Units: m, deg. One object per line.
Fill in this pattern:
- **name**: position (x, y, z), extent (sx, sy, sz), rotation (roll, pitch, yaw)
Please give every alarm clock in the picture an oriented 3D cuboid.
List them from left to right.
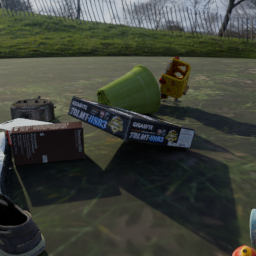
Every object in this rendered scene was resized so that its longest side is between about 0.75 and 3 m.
- **alarm clock**: position (-4.081, -0.669, 11.754), extent (1.787, 0.882, 2.650), rotation (0, 21, 0)

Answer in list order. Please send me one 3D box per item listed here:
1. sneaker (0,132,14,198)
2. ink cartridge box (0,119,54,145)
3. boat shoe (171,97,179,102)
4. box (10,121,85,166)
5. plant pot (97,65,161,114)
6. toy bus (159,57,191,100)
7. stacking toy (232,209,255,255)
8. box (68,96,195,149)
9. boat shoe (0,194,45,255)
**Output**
- **sneaker**: position (-3.428, 0.845, 6.858), extent (1.099, 1.025, 2.772), rotation (-10, 21, -16)
- **ink cartridge box**: position (-3.351, 0.192, 9.504), extent (2.266, 0.571, 1.235), rotation (8, 20, 26)
- **boat shoe**: position (2.603, -1.655, 15.601), extent (0.281, 0.240, 0.841), rotation (-2, 18, -10)
- **box**: position (-2.272, 0.432, 8.083), extent (1.974, 0.989, 0.740), rotation (-6, 18, -15)
- **plant pot**: position (-0.121, -1.325, 12.163), extent (2.161, 2.275, 2.275), rotation (-24, 27, -24)
- **toy bus**: position (2.391, -2.178, 14.160), extent (1.372, 2.506, 2.655), rotation (25, 23, 15)
- **stacking toy**: position (2.003, 1.534, 4.390), extent (0.610, 1.307, 1.444), rotation (-2, 16, 32)
- **box**: position (0.094, -0.155, 8.870), extent (2.925, 0.732, 2.947), rotation (13, 5, -43)
- **boat shoe**: position (-2.326, 1.544, 4.964), extent (2.228, 0.817, 0.830), rotation (11, 21, 29)
